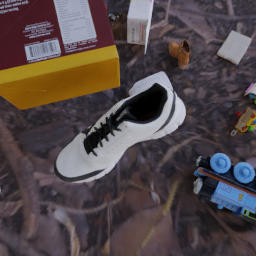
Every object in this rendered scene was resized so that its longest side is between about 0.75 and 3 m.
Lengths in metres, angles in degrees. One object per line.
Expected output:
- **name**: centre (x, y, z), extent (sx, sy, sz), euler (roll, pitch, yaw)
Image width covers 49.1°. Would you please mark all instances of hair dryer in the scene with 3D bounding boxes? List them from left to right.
- **hair dryer**: centre (-0.860, -3.747, 9.270), extent (1.092, 0.297, 0.831), euler (25, 71, 11)

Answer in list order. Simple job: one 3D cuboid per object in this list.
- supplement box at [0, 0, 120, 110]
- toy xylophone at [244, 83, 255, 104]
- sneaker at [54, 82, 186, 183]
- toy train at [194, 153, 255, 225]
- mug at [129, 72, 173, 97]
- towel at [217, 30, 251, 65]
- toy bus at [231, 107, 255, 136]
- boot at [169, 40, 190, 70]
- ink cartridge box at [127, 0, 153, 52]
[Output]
- **supplement box**: centre (-1.582, -1.936, 5.787), extent (2.337, 1.573, 2.370), euler (-14, 79, -4)
- **toy xylophone**: centre (4.164, -0.876, 8.036), extent (1.037, 0.356, 1.416), euler (-37, 72, -14)
- **sneaker**: centre (-0.227, 0.039, 4.088), extent (2.197, 0.879, 0.810), euler (-34, 68, 5)
- **toy train**: centre (2.587, 1.461, 6.791), extent (2.137, 0.926, 1.221), euler (23, 75, 9)
- **mug**: centre (0.572, -1.040, 7.902), extent (1.073, 0.904, 1.224), euler (-23, 39, -2)
- **towel**: centre (3.350, -2.543, 8.830), extent (0.738, 0.192, 1.113), euler (31, 71, 14)
- **toy bus**: centre (3.299, -0.136, 7.679), extent (0.423, 0.819, 0.773), euler (27, 59, -21)
- **boot**: centre (1.582, -2.382, 8.415), extent (0.388, 0.815, 1.053), euler (-21, 69, -8)
- **ink cartridge box**: centre (0.370, -3.405, 8.668), extent (0.662, 1.124, 1.952), euler (8, 67, 4)
